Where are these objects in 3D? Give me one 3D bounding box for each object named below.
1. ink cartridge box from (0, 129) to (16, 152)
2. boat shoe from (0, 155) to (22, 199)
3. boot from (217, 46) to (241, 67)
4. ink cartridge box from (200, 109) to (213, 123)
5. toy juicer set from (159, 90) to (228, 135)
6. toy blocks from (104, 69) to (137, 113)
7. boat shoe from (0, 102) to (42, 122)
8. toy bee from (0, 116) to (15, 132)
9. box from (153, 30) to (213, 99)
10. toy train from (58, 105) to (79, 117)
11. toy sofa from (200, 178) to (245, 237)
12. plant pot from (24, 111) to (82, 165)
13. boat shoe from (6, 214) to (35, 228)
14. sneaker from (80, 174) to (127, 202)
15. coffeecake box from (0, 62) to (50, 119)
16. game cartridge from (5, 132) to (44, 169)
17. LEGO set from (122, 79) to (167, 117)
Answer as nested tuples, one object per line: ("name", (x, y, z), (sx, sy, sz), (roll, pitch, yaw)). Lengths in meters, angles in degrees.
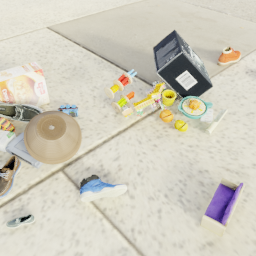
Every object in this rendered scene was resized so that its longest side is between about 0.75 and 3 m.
("ink cartridge box", (-4.804, 0.437, 10.491), (0.972, 0.425, 0.706), (12, 42, 14))
("boat shoe", (-4.008, 1.549, 9.137), (0.564, 0.566, 1.563), (2, 42, 3))
("boot", (5.598, -4.014, 15.149), (1.737, 0.931, 0.652), (-27, 47, -29))
("ink cartridge box", (3.271, -0.483, 11.645), (0.471, 0.270, 0.804), (11, 42, 11))
("toy juicer set", (2.577, -0.590, 11.197), (2.775, 0.755, 1.765), (15, 53, 10))
("toy blocks", (-0.111, -1.627, 11.959), (1.613, 1.344, 0.586), (-42, 36, -23))
("boat shoe", (-4.395, -0.578, 11.010), (2.085, 0.752, 0.739), (6, 13, -26))
("toy bee", (-5.467, -0.276, 10.799), (2.045, 1.111, 1.338), (-2, 42, -4))
("box", (2.384, -2.723, 12.476), (1.423, 2.295, 2.256), (-37, 33, 26))
("toy train", (-2.526, -0.708, 11.832), (0.909, 0.394, 0.519), (-2, 48, -3))
("toy sofa", (2.787, 2.219, 8.211), (0.690, 0.813, 1.667), (24, 48, 24))
("plant pot", (-2.568, 0.166, 9.590), (1.994, 0.920, 1.994), (5, 64, -10))
("boat shoe", (-3.128, 2.671, 8.115), (0.803, 0.248, 0.292), (-9, 42, -10))
("sneaker", (-0.806, 1.787, 8.872), (1.463, 0.561, 0.814), (-12, 51, -4))
("coffeecake box", (-4.631, -1.552, 11.731), (2.285, 1.754, 0.835), (-25, 48, -26))
("game cartridge", (-3.484, 0.757, 10.147), (1.588, 0.330, 1.058), (23, 45, 21))
("LEGO set", (0.970, -1.029, 11.990), (1.192, 0.965, 2.592), (11, 47, 48))
